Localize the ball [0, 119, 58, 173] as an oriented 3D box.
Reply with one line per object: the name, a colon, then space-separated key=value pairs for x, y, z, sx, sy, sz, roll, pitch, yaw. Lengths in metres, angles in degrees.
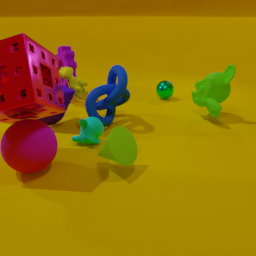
ball: x=-2.117 y=0.386 z=6.042 sx=1.165 sy=1.165 sz=1.165 roll=0 pitch=24 yaw=0

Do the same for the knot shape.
knot shape: x=-0.520 y=-0.897 z=8.440 sx=0.843 sy=1.825 sz=1.708 roll=29 pitch=-3 yaw=8

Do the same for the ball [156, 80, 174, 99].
ball: x=1.420 y=-1.472 z=10.746 sx=0.705 sy=0.705 sz=0.705 roll=0 pitch=24 yaw=0

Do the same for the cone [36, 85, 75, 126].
cone: x=-1.949 y=-0.892 z=7.953 sx=1.491 sy=1.485 sz=1.485 roll=-9 pitch=12 yaw=42

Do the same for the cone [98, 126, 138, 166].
cone: x=-0.387 y=0.496 z=6.157 sx=0.859 sy=0.855 sz=0.855 roll=-22 pitch=7 yaw=39

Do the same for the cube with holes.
cube with holes: x=-2.259 y=-0.906 z=5.771 sx=1.320 sy=1.320 sz=1.320 roll=-13 pitch=-7 yaw=11

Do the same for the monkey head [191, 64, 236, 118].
monkey head: x=2.731 y=-1.013 z=8.682 sx=1.140 sy=1.891 sz=1.361 roll=-16 pitch=57 yaw=-19

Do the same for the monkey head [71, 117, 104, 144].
monkey head: x=-1.058 y=0.060 z=7.282 sx=0.825 sy=0.691 sz=1.146 roll=-1 pitch=-5 yaw=15

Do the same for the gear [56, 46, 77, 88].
gear: x=-2.344 y=-2.064 z=10.476 sx=0.353 sy=1.908 sz=1.908 roll=-5 pitch=24 yaw=-26

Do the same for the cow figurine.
cow figurine: x=-1.661 y=-1.365 z=8.377 sx=0.933 sy=0.948 sz=0.520 roll=31 pitch=65 yaw=14
